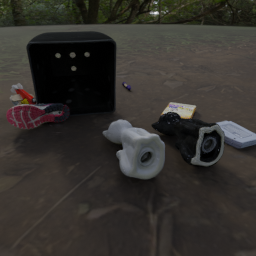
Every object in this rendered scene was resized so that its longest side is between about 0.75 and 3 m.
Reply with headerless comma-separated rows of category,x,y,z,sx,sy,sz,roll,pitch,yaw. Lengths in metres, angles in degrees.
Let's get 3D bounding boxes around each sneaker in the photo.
sneaker,-3.245,-0.455,10.152,2.141,0.863,0.799,-5,10,-27

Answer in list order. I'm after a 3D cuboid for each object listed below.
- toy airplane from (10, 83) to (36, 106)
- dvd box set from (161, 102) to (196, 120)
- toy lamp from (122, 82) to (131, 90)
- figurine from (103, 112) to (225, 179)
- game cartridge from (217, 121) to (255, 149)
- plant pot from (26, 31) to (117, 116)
toy airplane,-4.314,-1.190,11.481,1.286,0.907,1.280,22,21,-42
dvd box set,2.014,-0.611,11.054,1.105,0.222,1.511,9,27,19
toy lamp,-0.056,-2.127,14.223,0.253,0.253,0.869,-8,28,-17
figurine,0.818,0.267,8.369,2.896,1.247,2.825,-9,19,-17
game cartridge,3.483,0.204,9.291,1.018,0.309,1.527,-7,26,-23
plant pot,-2.127,-2.433,11.134,2.984,2.977,2.647,-5,37,-9
